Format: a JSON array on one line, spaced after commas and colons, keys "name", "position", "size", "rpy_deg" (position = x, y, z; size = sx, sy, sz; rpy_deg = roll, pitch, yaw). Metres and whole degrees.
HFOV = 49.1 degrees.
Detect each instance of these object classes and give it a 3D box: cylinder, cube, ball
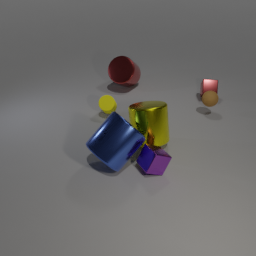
[{"name": "cylinder", "position": [-0.387, 0.429, 8.947], "size": [1.400, 1.400, 1.400], "rpy_deg": [-50, 44, -2]}, {"name": "cylinder", "position": [0.767, -0.166, 10.157], "size": [1.400, 1.400, 1.400], "rpy_deg": [-6, 17, 2]}, {"name": "cube", "position": [3.906, -1.906, 13.532], "size": [0.700, 0.700, 0.700], "rpy_deg": [4, -7, 5]}, {"name": "cylinder", "position": [-0.868, -1.011, 12.116], "size": [0.700, 0.700, 0.700], "rpy_deg": [3, -7, 6]}, {"name": "cube", "position": [0.821, 1.005, 8.943], "size": [0.700, 0.700, 0.700], "rpy_deg": [14, 20, -35]}, {"name": "cylinder", "position": [-0.166, -2.909, 14.566], "size": [1.400, 1.400, 1.400], "rpy_deg": [10, 4, 16]}, {"name": "ball", "position": [3.554, -1.264, 12.122], "size": [0.700, 0.700, 0.700], "rpy_deg": [0, 31, 0]}]
